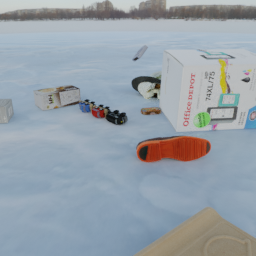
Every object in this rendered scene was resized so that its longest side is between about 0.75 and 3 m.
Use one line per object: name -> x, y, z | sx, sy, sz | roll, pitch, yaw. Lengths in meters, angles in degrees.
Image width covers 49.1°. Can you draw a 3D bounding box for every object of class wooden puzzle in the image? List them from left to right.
wooden puzzle -> 1.312, 2.220, 3.442 | 2.215, 0.554, 2.392 | -18, 34, -35

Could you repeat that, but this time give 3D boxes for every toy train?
toy train -> -1.000, -0.573, 10.043 | 2.413, 0.412, 0.553 | 22, 44, 40

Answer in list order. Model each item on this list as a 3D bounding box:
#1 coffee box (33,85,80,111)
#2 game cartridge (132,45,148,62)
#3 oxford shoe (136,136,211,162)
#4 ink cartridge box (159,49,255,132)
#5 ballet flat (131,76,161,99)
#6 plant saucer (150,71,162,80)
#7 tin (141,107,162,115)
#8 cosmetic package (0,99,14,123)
coffee box -> -2.824, -1.246, 11.228 | 1.613, 0.643, 0.923 | -16, 28, -32
game cartridge -> 0.403, -2.456, 9.164 | 0.157, 0.510, 0.766 | 33, -4, -14
oxford shoe -> 1.170, 0.445, 7.333 | 1.931, 0.687, 0.700 | -1, 18, -2
ink cartridge box -> 2.772, -1.336, 9.344 | 2.977, 2.184, 2.174 | -3, 28, -8
ballet flat -> 1.243, -1.620, 11.851 | 2.748, 0.934, 0.940 | 12, 39, 24
plant saucer -> 2.396, -2.162, 13.285 | 2.763, 0.693, 2.763 | 1, 24, 0
tin -> 0.865, -0.634, 10.451 | 0.795, 0.167, 0.445 | -4, 28, -10
cosmetic package -> -4.871, -0.577, 9.653 | 1.576, 0.711, 0.842 | 0, 27, -8
